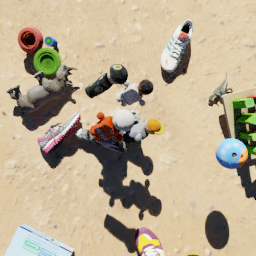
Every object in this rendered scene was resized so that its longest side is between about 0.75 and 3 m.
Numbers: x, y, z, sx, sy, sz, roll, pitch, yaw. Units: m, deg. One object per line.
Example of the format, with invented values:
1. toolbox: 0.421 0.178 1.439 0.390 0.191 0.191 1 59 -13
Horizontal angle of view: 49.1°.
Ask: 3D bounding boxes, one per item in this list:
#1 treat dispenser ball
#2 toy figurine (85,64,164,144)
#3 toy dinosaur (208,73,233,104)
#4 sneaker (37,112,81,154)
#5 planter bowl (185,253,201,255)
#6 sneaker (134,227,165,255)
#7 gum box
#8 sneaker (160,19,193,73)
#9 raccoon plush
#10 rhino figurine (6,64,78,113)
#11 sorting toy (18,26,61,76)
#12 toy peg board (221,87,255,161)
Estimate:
1. treat dispenser ball: 3.421 0.856 9.286 1.011 1.011 1.011 0 82 0
2. toy figurine: -0.062 -0.705 9.346 1.678 2.374 2.412 -24 66 39
3. toy dinosaur: 4.100 -1.597 11.991 0.710 0.382 1.611 35 80 11
4. sneaker: -2.800 0.087 11.499 2.133 0.860 0.796 -43 82 -5
5. planter bowl: 2.449 5.593 10.830 1.527 0.636 1.527 1 79 -3
6. sneaker: 1.038 5.018 10.627 0.967 1.163 2.581 -28 80 -3
7. gum box: -3.758 5.547 10.865 2.328 0.611 2.741 24 83 3
8. sneaker: 2.081 -3.526 11.859 0.836 1.110 2.374 27 82 3
9. raccoon plush: -0.715 -0.131 11.412 2.610 1.263 1.748 19 75 3
10. rhino figurine: -3.412 -1.712 11.669 2.991 0.894 1.308 -31 111 -5
11. sorting toy: -3.609 -3.349 12.051 1.398 0.955 2.326 -37 96 10
12. toy peg board: 5.541 -0.245 10.998 2.833 1.392 2.845 -14 95 -2
